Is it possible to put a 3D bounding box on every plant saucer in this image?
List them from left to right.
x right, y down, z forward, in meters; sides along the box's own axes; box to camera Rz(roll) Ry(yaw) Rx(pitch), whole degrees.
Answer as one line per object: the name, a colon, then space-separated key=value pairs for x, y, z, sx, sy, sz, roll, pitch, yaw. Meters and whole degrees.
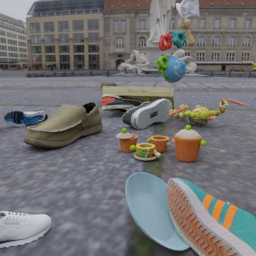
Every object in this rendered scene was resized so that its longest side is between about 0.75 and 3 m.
plant saucer: x=0.360 y=1.061 z=3.544 sx=1.109 sy=0.213 sz=1.109 roll=32 pitch=27 yaw=-18

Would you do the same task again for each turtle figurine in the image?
turtle figurine: x=2.618 y=-0.520 z=9.990 sx=2.521 sy=0.812 sz=2.033 roll=-11 pitch=5 yaw=0

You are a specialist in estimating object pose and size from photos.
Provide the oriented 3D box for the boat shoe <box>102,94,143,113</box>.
boat shoe: x=-0.133 y=-0.876 z=11.777 sx=2.135 sy=0.668 sz=0.760 roll=11 pitch=-18 yaw=-31

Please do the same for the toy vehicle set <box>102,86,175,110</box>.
toy vehicle set: x=0.531 y=-1.233 z=12.172 sx=2.964 sy=0.393 sz=1.842 roll=3 pitch=-15 yaw=11

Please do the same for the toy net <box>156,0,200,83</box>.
toy net: x=1.537 y=-3.027 z=9.028 sx=1.558 sy=2.971 sz=0.574 roll=15 pitch=-5 yaw=-37

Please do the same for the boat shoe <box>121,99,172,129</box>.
boat shoe: x=0.754 y=-0.585 z=10.146 sx=0.790 sy=0.878 sz=2.483 roll=12 pitch=19 yaw=37

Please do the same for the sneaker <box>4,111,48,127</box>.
sneaker: x=-3.717 y=-0.340 z=10.057 sx=1.509 sy=0.566 sz=0.654 roll=-1 pitch=4 yaw=-43

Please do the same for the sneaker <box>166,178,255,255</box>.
sneaker: x=1.066 y=1.137 z=3.285 sx=0.678 sy=0.606 sz=1.698 roll=-2 pitch=24 yaw=-23

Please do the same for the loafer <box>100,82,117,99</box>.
loafer: x=-0.957 y=-1.784 z=15.305 sx=1.131 sy=1.003 sz=2.974 roll=5 pitch=-2 yaw=10

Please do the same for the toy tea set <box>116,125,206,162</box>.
toy tea set: x=0.765 y=0.250 z=6.665 sx=2.140 sy=0.792 sz=1.272 roll=0 pitch=13 yaw=2

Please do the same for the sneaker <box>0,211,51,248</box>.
sneaker: x=-1.418 y=1.205 z=3.451 sx=0.947 sy=0.381 sz=0.362 roll=-6 pitch=12 yaw=-33

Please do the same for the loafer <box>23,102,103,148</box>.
loafer: x=-1.785 y=-0.165 z=8.036 sx=1.112 sy=0.987 sz=2.926 roll=6 pitch=14 yaw=25
